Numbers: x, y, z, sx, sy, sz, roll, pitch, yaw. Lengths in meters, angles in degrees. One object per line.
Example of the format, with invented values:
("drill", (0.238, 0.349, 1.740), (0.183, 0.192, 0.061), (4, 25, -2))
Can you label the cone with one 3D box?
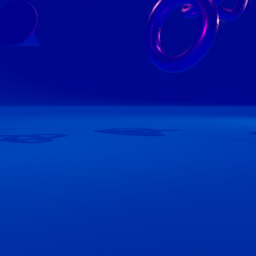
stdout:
("cone", (-3.012, -2.803, 8.462), (1.382, 1.382, 1.387), (1, -11, 13))

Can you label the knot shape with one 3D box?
("knot shape", (2.269, -3.450, 7.327), (1.753, 1.873, 0.865), (3, -39, -4))

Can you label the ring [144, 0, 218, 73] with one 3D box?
("ring", (1.204, -2.350, 6.735), (0.406, 2.032, 2.032), (3, 2, -45))
